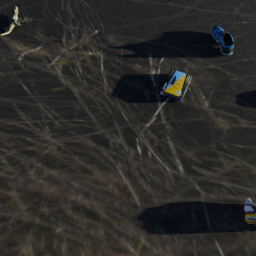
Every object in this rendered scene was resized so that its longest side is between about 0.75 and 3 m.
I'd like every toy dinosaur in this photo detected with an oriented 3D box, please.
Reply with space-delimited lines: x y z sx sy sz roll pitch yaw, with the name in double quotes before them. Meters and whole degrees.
"toy dinosaur" -4.125 -3.876 10.247 0.647 0.349 1.469 -1 59 16

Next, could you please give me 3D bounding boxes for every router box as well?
"router box" 1.513 -1.347 8.789 0.715 0.245 0.959 21 62 12

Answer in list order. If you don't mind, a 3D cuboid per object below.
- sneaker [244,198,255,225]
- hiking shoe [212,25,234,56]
"sneaker" 3.501 2.017 6.636 1.394 0.522 0.628 8 66 4
"hiking shoe" 3.333 -3.147 9.652 0.511 0.595 1.373 -11 60 -7
